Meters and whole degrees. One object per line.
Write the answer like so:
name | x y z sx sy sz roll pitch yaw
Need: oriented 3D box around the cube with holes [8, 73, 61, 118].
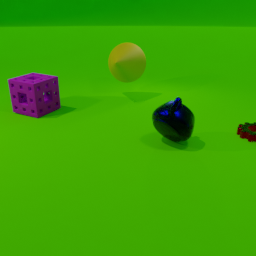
cube with holes | -3.308 -1.205 10.013 1.197 1.197 1.197 13 27 25

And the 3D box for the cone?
cone | -0.247 -2.595 11.154 1.666 1.666 1.672 6 14 13

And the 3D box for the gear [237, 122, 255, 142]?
gear | 3.790 0.132 8.137 1.155 0.214 1.155 0 22 0

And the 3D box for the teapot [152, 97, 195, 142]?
teapot | 1.286 -0.211 7.589 1.191 1.916 0.938 30 71 21
